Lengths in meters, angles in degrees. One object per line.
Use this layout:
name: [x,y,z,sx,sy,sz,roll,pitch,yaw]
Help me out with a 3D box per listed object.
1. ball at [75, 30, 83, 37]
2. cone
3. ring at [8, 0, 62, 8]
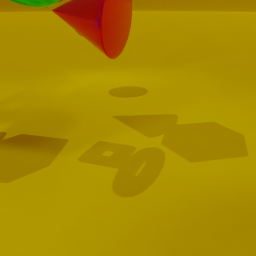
ball: [-1.063,-3.302,8.251,1.312,1.312,1.312,0,25,0]
cone: [-0.906,-2.335,5.779,1.553,1.548,1.548,14,28,17]
ring: [-1.295,-2.106,2.980,0.344,1.719,1.719,-22,9,37]
